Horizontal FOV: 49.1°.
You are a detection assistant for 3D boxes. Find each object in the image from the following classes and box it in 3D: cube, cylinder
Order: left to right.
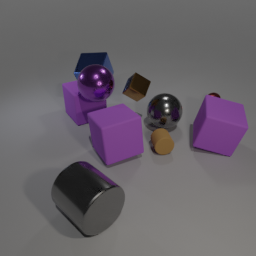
[{"bbox_3d":[-1.836,-1.167,11.947,1.400,1.400,1.400,-18,37,-26],"label":"cube"},{"bbox_3d":[-1.035,1.784,7.293,1.400,1.400,1.400,-28,42,-36],"label":"cylinder"},{"bbox_3d":[-1.651,-2.750,13.895,1.400,1.400,1.400,2,58,16],"label":"cube"},{"bbox_3d":[-0.424,0.168,9.558,1.400,1.400,1.400,-17,30,-20],"label":"cube"},{"bbox_3d":[0.318,-1.525,10.530,0.700,0.700,0.700,28,69,-17],"label":"cube"},{"bbox_3d":[1.216,0.477,9.982,0.700,0.700,0.700,-5,30,-8],"label":"cylinder"},{"bbox_3d":[3.195,-0.096,9.908,1.400,1.400,1.400,16,40,2],"label":"cube"}]

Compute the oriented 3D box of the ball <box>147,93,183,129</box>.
[{"bbox_3d":[1.439,-0.670,11.026,1.400,1.400,1.400,0,32,0],"label":"ball"}]

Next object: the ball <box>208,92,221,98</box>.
[{"bbox_3d":[3.836,-1.247,12.595,0.700,0.700,0.700,0,32,0],"label":"ball"}]

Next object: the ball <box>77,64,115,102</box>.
[{"bbox_3d":[-1.193,-1.667,10.484,1.400,1.400,1.400,0,32,0],"label":"ball"}]
